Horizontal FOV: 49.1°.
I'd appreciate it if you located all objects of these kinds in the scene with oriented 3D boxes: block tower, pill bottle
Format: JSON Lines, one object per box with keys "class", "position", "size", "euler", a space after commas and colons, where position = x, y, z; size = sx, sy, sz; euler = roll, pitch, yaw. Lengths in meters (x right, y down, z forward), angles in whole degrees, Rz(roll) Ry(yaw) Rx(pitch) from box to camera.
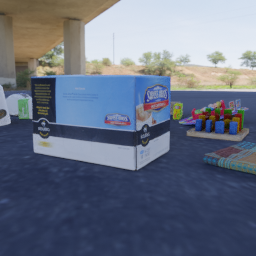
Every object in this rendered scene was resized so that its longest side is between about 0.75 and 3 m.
{"class": "block tower", "position": [1.520, -0.969, 13.597], "size": [2.250, 0.650, 0.608], "euler": [2, 10, 8]}
{"class": "pill bottle", "position": [-5.234, -1.134, 13.393], "size": [1.015, 1.015, 1.784], "euler": [-1, 9, -7]}

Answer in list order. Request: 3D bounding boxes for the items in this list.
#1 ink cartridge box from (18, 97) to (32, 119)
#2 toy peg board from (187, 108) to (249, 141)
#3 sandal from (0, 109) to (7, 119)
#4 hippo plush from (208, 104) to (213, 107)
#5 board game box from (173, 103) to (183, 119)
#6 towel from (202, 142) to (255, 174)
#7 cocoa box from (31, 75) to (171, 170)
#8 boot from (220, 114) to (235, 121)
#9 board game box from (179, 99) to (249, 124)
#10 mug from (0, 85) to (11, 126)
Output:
{"class": "ink cartridge box", "position": [-3.632, -0.913, 12.505], "size": [2.053, 0.862, 1.494], "euler": [0, 10, -2]}
{"class": "toy peg board", "position": [2.766, -0.171, 8.502], "size": [1.531, 0.749, 1.524], "euler": [5, 11, 31]}
{"class": "sandal", "position": [-4.338, -0.305, 9.216], "size": [0.273, 0.408, 0.999], "euler": [15, 32, 21]}
{"class": "hippo plush", "position": [3.765, -0.789, 12.407], "size": [0.838, 0.668, 0.674], "euler": [-1, 10, -4]}
{"class": "board game box", "position": [2.211, -0.756, 12.362], "size": [0.283, 0.603, 1.188], "euler": [4, 10, 15]}
{"class": "towel", "position": [2.960, 0.625, 5.244], "size": [1.836, 0.272, 2.503], "euler": [-8, 12, -44]}
{"class": "cocoa box", "position": [-0.576, -0.296, 6.211], "size": [2.649, 1.738, 1.767], "euler": [5, 11, 29]}
{"class": "boot", "position": [3.632, -0.241, 9.922], "size": [1.165, 0.401, 1.250], "euler": [-13, 7, -2]}
{"class": "board game box", "position": [3.164, -0.706, 10.706], "size": [2.576, 0.502, 2.035], "euler": [-16, 8, -24]}
{"class": "mug", "position": [-5.364, -0.884, 10.207], "size": [1.937, 1.591, 1.552], "euler": [-10, 14, -43]}
